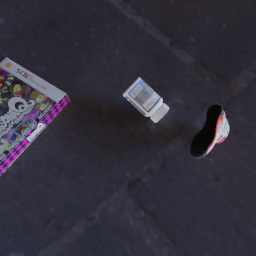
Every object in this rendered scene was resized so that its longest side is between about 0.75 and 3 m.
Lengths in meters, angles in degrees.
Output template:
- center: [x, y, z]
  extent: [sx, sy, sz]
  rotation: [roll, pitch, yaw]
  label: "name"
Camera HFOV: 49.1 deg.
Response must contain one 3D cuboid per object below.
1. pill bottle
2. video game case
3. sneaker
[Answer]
- center: [0.540, -0.791, 8.138]
  extent: [1.267, 0.721, 0.721]
  rotation: [43, 69, -5]
  label: "pill bottle"
- center: [-3.638, -0.490, 8.209]
  extent: [2.626, 0.519, 2.897]
  rotation: [31, 68, 19]
  label: "video game case"
- center: [2.287, 0.289, 7.620]
  extent: [0.573, 0.920, 1.717]
  rotation: [7, 59, 40]
  label: "sneaker"
